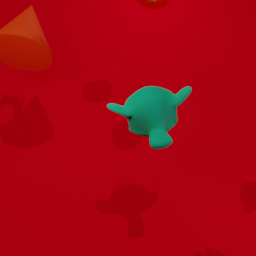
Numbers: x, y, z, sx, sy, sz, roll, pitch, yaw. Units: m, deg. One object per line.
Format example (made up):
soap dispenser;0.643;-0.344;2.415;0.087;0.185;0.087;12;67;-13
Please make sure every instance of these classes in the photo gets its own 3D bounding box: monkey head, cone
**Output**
monkey head;0.535;-0.264;5.918;1.828;1.101;1.315;-12;30;-1
cone;-2.760;-2.689;7.623;1.637;1.637;1.643;2;70;1

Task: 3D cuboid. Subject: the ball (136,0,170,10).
ball;0.585;-3.216;6.355;0.974;0.974;0.974;0;62;0
